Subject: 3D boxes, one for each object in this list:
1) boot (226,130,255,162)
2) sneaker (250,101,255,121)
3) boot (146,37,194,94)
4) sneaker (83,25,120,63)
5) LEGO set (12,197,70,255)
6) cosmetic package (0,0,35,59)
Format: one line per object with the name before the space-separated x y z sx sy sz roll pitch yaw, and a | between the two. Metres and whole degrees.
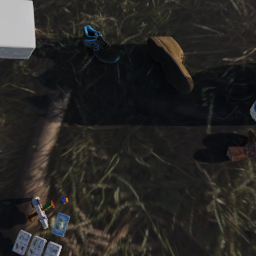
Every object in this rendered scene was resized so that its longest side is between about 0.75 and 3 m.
boot | 3.360 0.527 8.353 0.953 0.306 0.888 -9 62 1
sneaker | 4.945 -1.555 8.625 1.123 1.627 2.925 38 69 17
boot | 1.631 -2.243 9.452 0.954 0.930 2.528 -18 62 -21
sneaker | -1.000 -2.920 9.840 1.707 0.699 0.625 39 69 17
LEGO set | -2.119 2.537 7.292 1.249 0.410 1.672 13 77 17
cosmetic package | -3.020 -2.429 6.987 1.138 1.368 1.145 -4 93 -26
